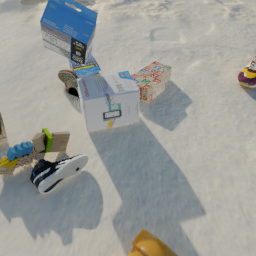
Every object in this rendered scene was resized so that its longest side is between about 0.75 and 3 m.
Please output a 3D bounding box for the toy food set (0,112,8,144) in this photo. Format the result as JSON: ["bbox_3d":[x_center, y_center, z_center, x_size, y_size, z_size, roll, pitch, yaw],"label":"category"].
[{"bbox_3d":[-5.071,0.066,9.950,1.250,0.526,1.741,-18,45,-19],"label":"toy food set"}]

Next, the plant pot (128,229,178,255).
[{"bbox_3d":[0.431,3.192,5.871,1.520,1.520,1.392,33,67,31],"label":"plant pot"}]

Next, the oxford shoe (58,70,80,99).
[{"bbox_3d":[-2.452,-1.889,12.014,2.086,0.735,0.780,32,54,31],"label":"oxford shoe"}]

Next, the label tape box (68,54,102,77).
[{"bbox_3d":[-2.030,-2.832,13.219,1.179,0.544,1.645,-16,46,-16],"label":"label tape box"}]

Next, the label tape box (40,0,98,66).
[{"bbox_3d":[-2.067,-3.320,9.644,1.730,2.399,0.759,25,72,-5],"label":"label tape box"}]

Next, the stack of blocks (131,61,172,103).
[{"bbox_3d":[1.031,-2.076,12.268,1.261,0.641,2.189,29,49,29],"label":"stack of blocks"}]

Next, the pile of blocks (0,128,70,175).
[{"bbox_3d":[-3.164,0.568,9.002,2.554,1.048,0.794,-24,47,-25],"label":"pile of blocks"}]

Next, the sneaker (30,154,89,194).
[{"bbox_3d":[-2.184,1.137,8.648,1.785,0.652,0.998,-33,52,-30],"label":"sneaker"}]

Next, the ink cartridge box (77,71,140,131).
[{"bbox_3d":[-0.745,-1.030,10.465,2.014,1.471,1.478,-11,43,-12],"label":"ink cartridge box"}]

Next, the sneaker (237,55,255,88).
[{"bbox_3d":[5.873,-2.859,12.691,1.042,1.253,2.781,29,49,28],"label":"sneaker"}]
